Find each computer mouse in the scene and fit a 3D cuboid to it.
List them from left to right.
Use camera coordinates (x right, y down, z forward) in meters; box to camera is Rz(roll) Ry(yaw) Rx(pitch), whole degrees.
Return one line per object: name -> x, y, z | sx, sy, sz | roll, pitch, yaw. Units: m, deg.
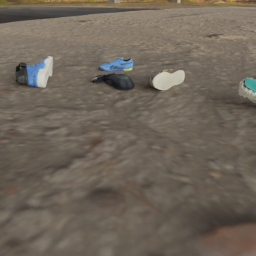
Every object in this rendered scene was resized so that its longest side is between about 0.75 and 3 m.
computer mouse -> -0.436, -1.793, 10.259 | 1.141, 0.434, 1.647 | -23, 36, -37

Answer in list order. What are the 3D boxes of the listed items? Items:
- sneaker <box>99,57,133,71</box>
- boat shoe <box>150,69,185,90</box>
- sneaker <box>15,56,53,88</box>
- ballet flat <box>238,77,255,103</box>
sneaker -> -0.508, -2.741, 11.899 | 1.438, 0.564, 0.474 | -2, 30, -1
boat shoe -> 1.334, -1.768, 10.044 | 0.532, 0.642, 1.788 | 18, 29, 40
sneaker -> -3.570, -2.208, 10.599 | 1.207, 0.833, 2.170 | 6, 34, -7
ballet flat -> 4.180, -0.877, 8.184 | 1.995, 0.716, 0.716 | 26, 34, 10
